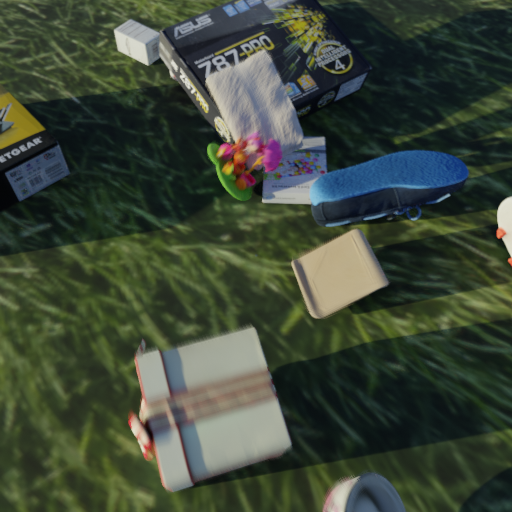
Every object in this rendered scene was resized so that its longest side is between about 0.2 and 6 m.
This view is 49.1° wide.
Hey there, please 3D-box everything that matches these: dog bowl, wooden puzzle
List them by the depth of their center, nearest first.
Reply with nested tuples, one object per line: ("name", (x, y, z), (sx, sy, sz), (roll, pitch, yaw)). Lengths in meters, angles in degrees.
("dog bowl", (1.344, 3.424, 6.996), (1.313, 0.484, 1.313), (22, 57, -38))
("wooden puzzle", (1.433, 0.314, 9.756), (1.394, 0.260, 1.290), (-25, 53, 9))

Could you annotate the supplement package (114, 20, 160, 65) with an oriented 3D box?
("supplement package", (-2.883, -5.269, 13.823), (1.032, 0.603, 0.605), (31, 60, 20))

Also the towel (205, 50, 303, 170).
("towel", (0.021, -2.826, 11.019), (1.350, 0.351, 2.038), (-28, 101, -7))

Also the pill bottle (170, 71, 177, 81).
("pill bottle", (-1.432, -4.209, 13.056), (1.087, 0.610, 0.610), (34, 61, 22))

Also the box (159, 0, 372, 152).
("box", (0.215, -4.335, 12.503), (3.758, 0.923, 3.029), (-30, 76, -19))

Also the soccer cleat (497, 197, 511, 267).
("soccer cleat", (5.506, 0.238, 9.630), (1.278, 1.142, 3.296), (-23, 64, -21))

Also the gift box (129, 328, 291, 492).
("gift box", (-0.775, 2.066, 7.762), (1.881, 1.859, 2.015), (-15, 63, -12))

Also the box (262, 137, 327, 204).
("box", (0.789, -1.782, 11.485), (1.287, 0.340, 1.650), (2, 55, 2))

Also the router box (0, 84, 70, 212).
("router box", (-6.194, -1.840, 11.095), (3.804, 0.993, 2.991), (-36, 62, -23))

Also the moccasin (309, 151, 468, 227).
("moccasin", (2.470, -1.268, 10.725), (3.015, 1.028, 1.213), (-8, 49, -3))

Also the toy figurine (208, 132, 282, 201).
("toy figurine", (-0.101, -1.900, 10.700), (1.303, 1.199, 0.978), (54, 32, -9))
